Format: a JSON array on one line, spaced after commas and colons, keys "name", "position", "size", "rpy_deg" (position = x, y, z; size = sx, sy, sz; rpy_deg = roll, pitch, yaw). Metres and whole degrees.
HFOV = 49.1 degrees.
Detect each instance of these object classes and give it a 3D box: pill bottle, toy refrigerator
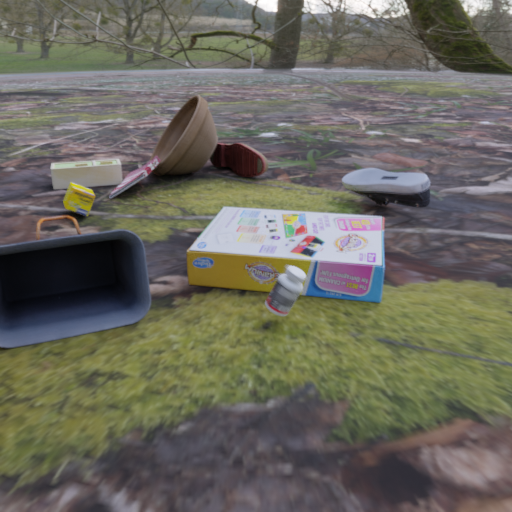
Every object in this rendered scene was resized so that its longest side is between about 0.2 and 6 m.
[{"name": "pill bottle", "position": [0.408, 0.471, 7.569], "size": [0.356, 0.643, 0.356], "rpy_deg": [23, 24, -11]}, {"name": "toy refrigerator", "position": [-4.278, -2.100, 14.159], "size": [1.683, 0.589, 0.639], "rpy_deg": [-6, 24, -16]}]

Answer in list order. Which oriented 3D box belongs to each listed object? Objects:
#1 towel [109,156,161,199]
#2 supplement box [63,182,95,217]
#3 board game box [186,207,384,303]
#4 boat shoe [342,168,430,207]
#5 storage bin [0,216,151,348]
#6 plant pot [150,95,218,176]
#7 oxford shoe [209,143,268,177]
[{"name": "towel", "position": [-2.951, -1.927, 13.621], "size": [1.101, 0.174, 1.529], "rpy_deg": [-29, 19, 16]}, {"name": "supplement box", "position": [-3.787, -1.220, 11.958], "size": [0.475, 0.478, 0.872], "rpy_deg": [19, 9, -27]}, {"name": "board game box", "position": [0.612, -0.121, 9.461], "size": [3.017, 0.608, 2.308], "rpy_deg": [5, 24, 11]}, {"name": "boat shoe", "position": [2.863, -1.439, 12.352], "size": [2.222, 0.736, 0.777], "rpy_deg": [10, 42, 45]}, {"name": "storage bin", "position": [-2.747, 0.191, 7.860], "size": [2.135, 1.554, 1.434], "rpy_deg": [-10, 15, -22]}, {"name": "plant pot", "position": [-1.786, -3.000, 14.953], "size": [1.089, 2.360, 2.360], "rpy_deg": [32, 12, -24]}, {"name": "oxford shoe", "position": [-0.315, -2.707, 15.302], "size": [0.903, 0.851, 2.415], "rpy_deg": [-10, 25, -35]}]
